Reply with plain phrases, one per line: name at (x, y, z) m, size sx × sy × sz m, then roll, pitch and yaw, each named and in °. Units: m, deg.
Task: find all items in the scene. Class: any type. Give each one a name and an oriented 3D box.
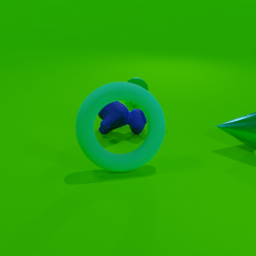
cone at (2.759, 0.009, 7.078) m, size 1.026 × 1.022 × 1.022 m, roll 6°, pitch 28°, yaw 8°
cylinder at (0.231, -1.165, 9.379) m, size 0.776 × 0.776 × 0.776 m, roll 3°, pitch -18°, yaw -8°
ring at (-0.151, -0.008, 6.249) m, size 2.016 × 2.016 × 0.403 m, roll -4°, pitch 8°, yaw -9°
cow figurine at (-0.206, -0.438, 7.827) m, size 1.536 × 0.857 × 1.561 m, roll -30°, pitch 79°, yaw -19°
